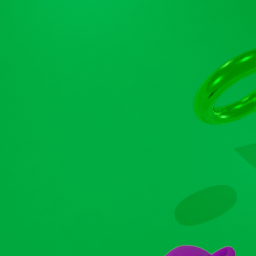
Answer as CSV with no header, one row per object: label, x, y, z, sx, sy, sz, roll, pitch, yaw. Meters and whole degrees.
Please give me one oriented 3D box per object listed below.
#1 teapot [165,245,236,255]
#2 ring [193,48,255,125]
teapot,0.870,2.218,4.056,1.081,0.851,1.738,42,118,1
ring,2.087,-0.697,5.164,1.889,1.889,0.378,-18,60,-6
